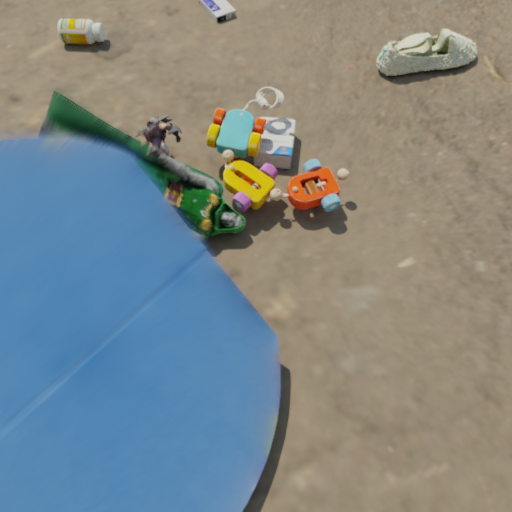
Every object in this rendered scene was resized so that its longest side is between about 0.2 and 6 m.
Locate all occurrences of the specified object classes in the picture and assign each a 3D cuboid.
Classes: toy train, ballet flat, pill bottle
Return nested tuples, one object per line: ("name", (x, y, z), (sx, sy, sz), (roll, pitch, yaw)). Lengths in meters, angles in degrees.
("toy train", (0.269, -1.601, 9.657), (1.965, 0.728, 2.616), (-23, 67, -12))
("ballet flat", (3.594, -4.212, 11.453), (2.304, 0.827, 0.827), (-15, 57, -11))
("pill bottle", (-3.731, -4.799, 11.994), (0.889, 0.501, 0.501), (2, 56, 3))

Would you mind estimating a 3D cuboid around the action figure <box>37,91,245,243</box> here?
("action figure", (-1.696, -1.003, 8.584), (3.375, 0.923, 1.993), (18, 87, -21))

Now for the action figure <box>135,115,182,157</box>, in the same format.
("action figure", (-1.666, -1.839, 9.706), (0.478, 0.896, 1.377), (8, 61, -45))

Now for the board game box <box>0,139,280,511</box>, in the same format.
("board game box", (-2.102, 1.193, 6.549), (5.219, 1.016, 4.123), (51, 53, -8))

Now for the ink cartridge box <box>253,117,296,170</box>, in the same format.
("ink cartridge box", (0.344, -2.057, 10.189), (0.674, 0.393, 0.933), (6, 56, 4))

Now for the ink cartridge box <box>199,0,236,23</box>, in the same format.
("ink cartridge box", (-0.928, -5.738, 12.826), (0.496, 0.194, 1.047), (-26, 62, -16))
